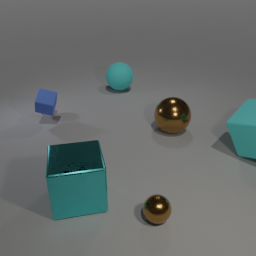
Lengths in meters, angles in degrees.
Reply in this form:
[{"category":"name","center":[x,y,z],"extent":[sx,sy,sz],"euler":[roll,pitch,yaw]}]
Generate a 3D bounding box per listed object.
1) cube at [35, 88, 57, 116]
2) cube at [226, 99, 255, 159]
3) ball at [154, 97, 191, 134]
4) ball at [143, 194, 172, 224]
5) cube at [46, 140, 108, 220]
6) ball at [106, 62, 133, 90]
[{"category":"cube","center":[-3.204,-1.011,10.952],"extent":[0.700,0.700,0.700],"euler":[12,56,-10]},{"category":"cube","center":[4.232,0.034,8.812],"extent":[1.400,1.400,1.400],"euler":[-40,26,-25]},{"category":"ball","center":[1.702,-0.481,10.690],"extent":[1.400,1.400,1.400],"euler":[0,29,0]},{"category":"ball","center":[0.715,1.983,6.867],"extent":[0.700,0.700,0.700],"euler":[0,29,0]},{"category":"cube","center":[-1.330,1.312,7.365],"extent":[1.400,1.400,1.400],"euler":[-6,29,-11]},{"category":"ball","center":[-0.433,-2.662,14.432],"extent":[1.400,1.400,1.400],"euler":[0,29,0]}]
